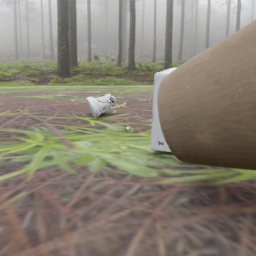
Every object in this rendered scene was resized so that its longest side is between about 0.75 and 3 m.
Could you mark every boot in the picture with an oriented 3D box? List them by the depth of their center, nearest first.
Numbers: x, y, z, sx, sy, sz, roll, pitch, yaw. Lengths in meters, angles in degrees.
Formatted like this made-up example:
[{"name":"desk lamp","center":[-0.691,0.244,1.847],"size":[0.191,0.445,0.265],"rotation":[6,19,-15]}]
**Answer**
[{"name":"boot","center":[-0.986,-0.988,10.813],"size":[1.054,0.811,2.206],"rotation":[-23,12,-6]}]

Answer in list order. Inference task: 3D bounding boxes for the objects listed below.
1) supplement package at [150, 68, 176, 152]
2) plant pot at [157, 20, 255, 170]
[{"name":"supplement package","center":[1.511,-0.512,6.272],"size":[1.530,1.525,2.608],"rotation":[7,17,15]},{"name":"plant pot","center":[1.383,-0.300,3.306],"size":[1.828,2.096,2.096],"rotation":[-12,3,30]}]
